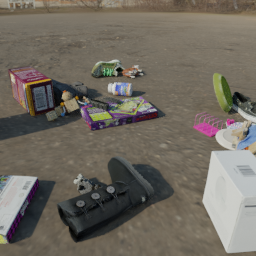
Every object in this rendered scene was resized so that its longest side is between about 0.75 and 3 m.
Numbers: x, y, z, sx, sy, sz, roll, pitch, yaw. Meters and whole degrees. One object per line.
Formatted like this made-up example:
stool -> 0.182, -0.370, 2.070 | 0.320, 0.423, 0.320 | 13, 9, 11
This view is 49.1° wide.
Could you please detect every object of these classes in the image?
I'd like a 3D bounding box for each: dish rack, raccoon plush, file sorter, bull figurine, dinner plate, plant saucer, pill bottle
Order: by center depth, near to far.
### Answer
raccoon plush -> -1.070, 1.570, 7.685 | 0.865, 0.418, 0.579 | 24, 9, -15
dinner plate -> 3.693, 0.353, 9.805 | 1.190, 0.144, 1.190 | 1, 39, -1
file sorter -> 3.017, -0.159, 10.495 | 0.615, 0.555, 0.886 | -17, 33, -29
dish rack -> -0.900, -1.131, 11.779 | 0.924, 0.329, 1.205 | 19, 33, 29
plant saucer -> 4.061, -1.520, 11.829 | 0.274, 1.763, 1.763 | -17, 17, 34
pill bottle -> -0.381, -1.891, 13.630 | 1.111, 0.623, 0.623 | 6, 29, 12
bull figurine -> 0.334, -3.286, 16.326 | 0.926, 0.497, 1.526 | 20, 34, 31

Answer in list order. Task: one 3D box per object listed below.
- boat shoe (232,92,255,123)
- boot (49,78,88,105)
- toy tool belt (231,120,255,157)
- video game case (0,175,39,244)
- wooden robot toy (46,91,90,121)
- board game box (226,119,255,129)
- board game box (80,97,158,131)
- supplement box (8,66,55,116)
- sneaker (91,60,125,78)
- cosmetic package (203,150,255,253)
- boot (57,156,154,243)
boat shoe -> 5.044, -0.872, 11.724 | 0.765, 0.631, 2.230 | -9, 30, -15
boot -> -3.250, -1.976, 13.677 | 1.790, 0.949, 2.719 | -19, 45, -37
toy tool belt -> 3.776, 0.436, 8.393 | 1.378, 1.356, 2.207 | 13, 36, 18
video game case -> -3.399, 1.900, 6.896 | 1.798, 0.355, 1.984 | 1, 28, 3
wooden robot toy -> -2.540, -1.076, 11.565 | 1.971, 0.894, 0.868 | -27, 14, -18
board game box -> 4.492, 0.107, 10.386 | 1.496, 0.194, 1.496 | 5, 29, 11
board game box -> -0.399, -0.659, 11.613 | 2.856, 0.461, 1.714 | -11, 34, -19
supplement box -> -4.308, -1.721, 12.452 | 1.103, 1.422, 2.576 | -19, 34, -32
sneaker -> -1.071, -3.347, 16.213 | 2.281, 0.877, 1.011 | -25, 48, -32
cosmetic package -> 2.462, 1.570, 6.219 | 0.971, 1.580, 1.575 | -1, 29, -6
boot -> -0.748, 1.649, 7.101 | 2.220, 0.729, 1.830 | -23, 34, -29
